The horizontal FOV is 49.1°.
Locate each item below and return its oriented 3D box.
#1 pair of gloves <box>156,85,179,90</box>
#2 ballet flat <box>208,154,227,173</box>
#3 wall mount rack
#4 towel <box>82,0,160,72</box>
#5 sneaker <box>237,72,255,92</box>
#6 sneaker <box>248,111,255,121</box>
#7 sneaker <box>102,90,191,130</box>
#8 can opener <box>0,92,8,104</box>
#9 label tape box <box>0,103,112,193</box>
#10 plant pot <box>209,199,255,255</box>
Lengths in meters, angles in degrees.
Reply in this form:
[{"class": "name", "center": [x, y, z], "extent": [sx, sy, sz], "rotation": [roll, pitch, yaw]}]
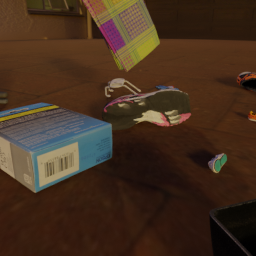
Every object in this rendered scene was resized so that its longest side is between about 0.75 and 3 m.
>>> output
[{"class": "pair of gloves", "center": [1.821, -1.831, 12.978], "extent": [0.903, 0.128, 1.124], "rotation": [-6, 21, -13]}, {"class": "ballet flat", "center": [1.942, 0.782, 6.198], "extent": [0.294, 0.294, 0.846], "rotation": [14, 21, 31]}, {"class": "wall mount rack", "center": [-0.201, -1.723, 12.129], "extent": [1.461, 0.627, 1.682], "rotation": [-2, 21, 5]}, {"class": "towel", "center": [-0.211, -3.478, 8.651], "extent": [2.108, 2.935, 0.334], "rotation": [-45, 25, -28]}, {"class": "sneaker", "center": [6.310, -2.098, 12.849], "extent": [2.370, 0.919, 1.328], "rotation": [-5, 24, 16]}, {"class": "sneaker", "center": [4.275, -0.341, 8.909], "extent": [0.862, 0.332, 0.315], "rotation": [16, 25, 31]}, {"class": "sneaker", "center": [0.544, -0.736, 8.845], "extent": [2.866, 1.151, 1.238], "rotation": [-3, 20, -12]}, {"class": "can opener", "center": [-5.601, -1.254, 10.967], "extent": [1.908, 0.502, 0.634], "rotation": [4, 17, 7]}, {"class": "label tape box", "center": [-2.091, 0.231, 6.645], "extent": [2.881, 0.952, 2.064], "rotation": [16, 26, 39]}, {"class": "plant pot", "center": [1.729, 1.604, 2.544], "extent": [1.539, 1.365, 1.535], "rotation": [-6, 22, -17]}]
